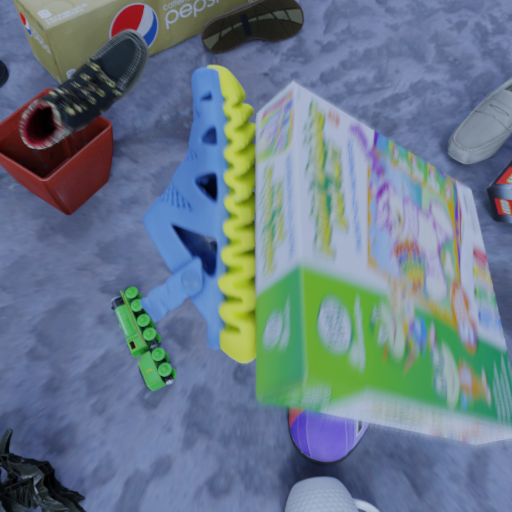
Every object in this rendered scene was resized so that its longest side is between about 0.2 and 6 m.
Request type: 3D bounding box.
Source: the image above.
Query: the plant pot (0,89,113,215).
[{"bbox_3d":[-3.220,-1.558,9.114,1.471,1.296,1.469,31,62,18],"label":"plant pot"}]

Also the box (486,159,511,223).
[{"bbox_3d":[5.801,-1.931,9.042,4.083,0.709,2.247,-43,32,-24],"label":"box"}]

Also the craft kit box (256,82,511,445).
[{"bbox_3d":[1.111,0.123,4.742,2.500,0.614,2.531,18,56,-30],"label":"craft kit box"}]

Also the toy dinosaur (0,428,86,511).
[{"bbox_3d":[-3.415,3.181,5.860,3.635,1.857,2.467,45,82,2],"label":"toy dinosaur"}]

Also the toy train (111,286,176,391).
[{"bbox_3d":[-1.621,1.147,7.924,0.469,0.347,1.663,-28,60,-6],"label":"toy train"}]

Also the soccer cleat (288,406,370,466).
[{"bbox_3d":[1.358,1.044,7.420,1.162,1.247,3.408,23,60,15],"label":"soccer cleat"}]

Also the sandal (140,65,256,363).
[{"bbox_3d":[-0.576,-0.393,5.721,1.309,1.195,3.006,2,95,10],"label":"sandal"}]

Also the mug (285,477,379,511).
[{"bbox_3d":[0.913,3.145,6.293,1.271,0.938,1.114,7,48,-16],"label":"mug"}]

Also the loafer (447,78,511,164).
[{"bbox_3d":[4.311,-2.549,10.011,0.882,0.881,2.523,38,64,22],"label":"loafer"}]

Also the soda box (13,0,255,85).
[{"bbox_3d":[-2.259,-5.240,11.404,4.772,1.527,1.616,-34,62,-19],"label":"soda box"}]

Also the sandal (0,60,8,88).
[{"bbox_3d":[-5.516,-3.286,10.807,0.653,0.368,1.717,30,62,19],"label":"sandal"}]

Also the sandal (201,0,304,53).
[{"bbox_3d":[-0.105,-4.841,11.687,2.249,0.919,0.614,-21,37,-5],"label":"sandal"}]

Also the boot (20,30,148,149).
[{"bbox_3d":[-2.293,-2.215,7.570,0.677,1.875,1.416,46,22,-16],"label":"boot"}]
